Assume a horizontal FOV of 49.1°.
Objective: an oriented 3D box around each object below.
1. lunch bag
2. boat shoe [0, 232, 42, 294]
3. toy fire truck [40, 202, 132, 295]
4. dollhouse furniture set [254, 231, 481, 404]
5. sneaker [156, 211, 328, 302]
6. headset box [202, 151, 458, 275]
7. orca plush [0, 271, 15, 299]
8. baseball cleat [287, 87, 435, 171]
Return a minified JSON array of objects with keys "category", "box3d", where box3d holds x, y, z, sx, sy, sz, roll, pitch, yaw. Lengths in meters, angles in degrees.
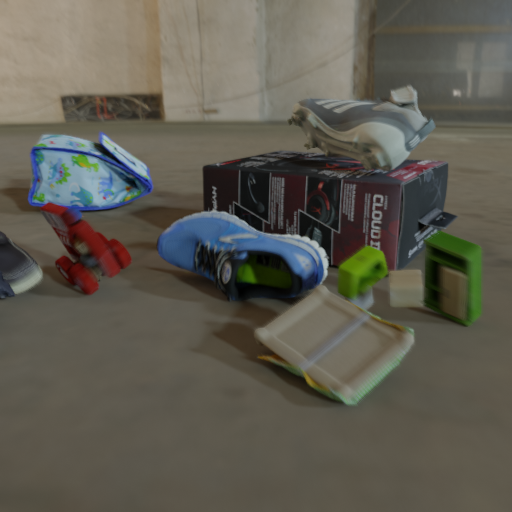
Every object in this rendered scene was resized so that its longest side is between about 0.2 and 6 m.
[{"category":"lunch bag","box3d":[-3.805,-1.958,13.125,2.649,1.688,2.252,6,17,-16]},{"category":"boat shoe","box3d":[-3.935,-0.098,7.858,2.350,0.761,0.845,20,43,34]},{"category":"toy fire truck","box3d":[-2.375,-0.173,7.574,0.748,1.120,1.334,-41,33,-24]},{"category":"dollhouse furniture set","box3d":[1.330,0.788,6.042,2.663,1.028,1.331,-33,39,-27]},{"category":"sneaker","box3d":[-0.325,0.013,7.537,2.435,0.956,1.085,10,19,22]},{"category":"headset box","box3d":[1.442,-0.916,9.789,3.869,1.451,2.875,9,19,28]},{"category":"orca plush","box3d":[-3.858,0.606,5.340,1.214,1.797,3.415,-30,18,8]},{"category":"baseball cleat","box3d":[1.711,-2.152,9.007,1.481,0.970,2.782,-37,40,-7]}]
